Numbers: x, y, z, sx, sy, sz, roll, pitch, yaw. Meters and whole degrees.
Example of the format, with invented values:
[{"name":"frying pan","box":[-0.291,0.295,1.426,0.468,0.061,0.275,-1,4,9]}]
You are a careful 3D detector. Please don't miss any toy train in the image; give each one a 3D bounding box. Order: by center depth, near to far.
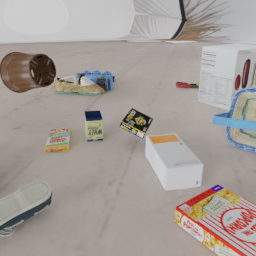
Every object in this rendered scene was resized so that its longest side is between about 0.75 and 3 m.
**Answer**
[{"name":"toy train","box":[-1.848,-2.679,15.811,2.284,0.990,1.305,3,29,8]}]

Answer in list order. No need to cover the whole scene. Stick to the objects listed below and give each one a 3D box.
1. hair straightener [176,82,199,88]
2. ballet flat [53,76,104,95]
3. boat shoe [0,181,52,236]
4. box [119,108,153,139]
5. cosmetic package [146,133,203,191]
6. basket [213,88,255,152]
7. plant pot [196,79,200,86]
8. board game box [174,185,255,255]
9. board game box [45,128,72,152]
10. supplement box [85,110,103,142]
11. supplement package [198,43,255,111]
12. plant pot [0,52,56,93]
[{"name":"hair straightener","box":[3.562,-2.513,16.174,1.633,0.334,0.628,0,22,1]},{"name":"ballet flat","box":[-2.647,-2.292,14.875,2.802,0.915,0.988,3,22,6]},{"name":"boat shoe","box":[-2.425,1.698,5.531,1.928,0.596,0.722,-26,49,-33]},{"name":"box","box":[0.292,-0.170,9.045,0.840,0.260,1.052,26,34,6]},{"name":"cosmetic package","box":[1.165,0.839,7.566,0.965,0.678,1.902,-5,24,-11]},{"name":"basket","box":[4.061,-0.185,8.327,2.511,1.981,2.848,13,17,28]},{"name":"plant pot","box":[4.561,-2.869,15.883,1.132,1.041,1.132,9,23,-4]},{"name":"board game box","box":[2.027,1.875,5.366,1.377,0.421,1.818,-16,27,-34]},{"name":"board game box","box":[-2.288,0.390,9.314,0.724,0.227,1.515,-3,25,-6]},{"name":"supplement box","box":[-1.177,-0.081,9.605,0.552,0.821,0.822,-4,23,-10]},{"name":"supplement package","box":[4.902,-2.482,13.088,2.496,2.610,1.920,-15,26,-31]},{"name":"plant pot","box":[-3.567,-2.070,10.282,1.540,1.556,1.556,5,21,35]}]
